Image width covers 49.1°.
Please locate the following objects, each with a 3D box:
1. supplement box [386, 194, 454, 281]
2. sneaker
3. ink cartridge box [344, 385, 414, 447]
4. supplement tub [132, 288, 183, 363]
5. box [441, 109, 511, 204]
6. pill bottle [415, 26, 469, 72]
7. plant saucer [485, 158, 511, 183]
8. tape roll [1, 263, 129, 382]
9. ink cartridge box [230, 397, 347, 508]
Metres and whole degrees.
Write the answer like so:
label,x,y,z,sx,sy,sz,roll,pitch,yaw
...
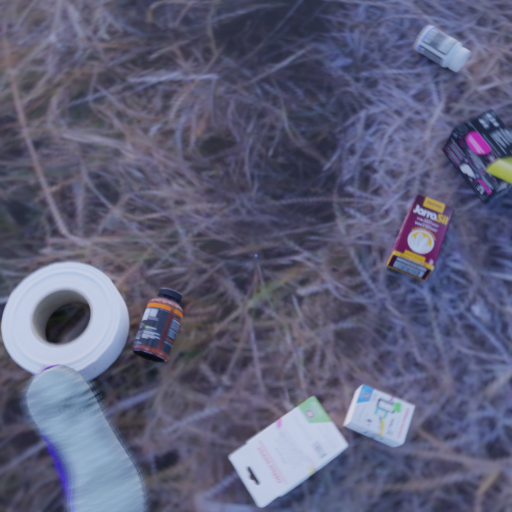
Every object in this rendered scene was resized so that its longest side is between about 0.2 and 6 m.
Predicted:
label,x,y,z,sx,sy,sz,roll,pitch,yaw
supplement box,2.728,-0.307,9.293,0.685,0.532,1.242,23,68,10
sneaker,-2.369,2.658,7.771,0.921,1.317,2.649,-22,98,-24
ink cartridge box,1.775,2.328,8.119,0.792,0.578,0.581,21,69,9
supplement tub,-1.484,1.061,8.679,0.578,0.578,1.081,15,67,6
box,4.060,-1.741,9.803,0.872,0.757,1.319,-26,70,-12
pill bottle,3.634,-4.021,10.919,0.926,0.527,0.527,40,72,16
plant saucer,4.265,-1.379,8.800,0.901,0.216,0.902,-10,26,-10
tape roll,-2.912,1.042,8.657,1.809,0.633,1.809,0,66,-1
ink cartridge box,0.446,2.795,7.963,1.469,0.495,0.860,-31,70,-13
